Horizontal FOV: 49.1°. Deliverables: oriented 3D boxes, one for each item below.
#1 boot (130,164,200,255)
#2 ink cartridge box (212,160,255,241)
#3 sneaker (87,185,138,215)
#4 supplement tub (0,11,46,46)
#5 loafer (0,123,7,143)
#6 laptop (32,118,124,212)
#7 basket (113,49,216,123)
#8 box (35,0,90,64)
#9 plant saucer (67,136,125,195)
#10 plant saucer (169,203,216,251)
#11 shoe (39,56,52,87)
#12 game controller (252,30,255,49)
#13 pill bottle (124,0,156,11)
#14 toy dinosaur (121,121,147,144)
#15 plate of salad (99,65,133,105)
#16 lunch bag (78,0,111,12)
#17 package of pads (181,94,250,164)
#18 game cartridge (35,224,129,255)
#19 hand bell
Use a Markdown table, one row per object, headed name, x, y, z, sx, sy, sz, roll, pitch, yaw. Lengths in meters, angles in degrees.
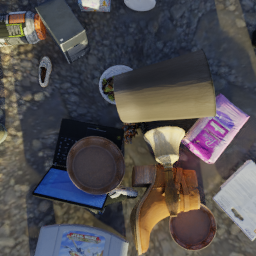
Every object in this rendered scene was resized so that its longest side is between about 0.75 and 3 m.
| name | x | y | z | sx | sy | sz | roll | pitch | yaw |
| --- | --- | --- | --- | --- | --- | --- | --- | --- | --- |
| boot | 1.229 | 2.581 | 9.047 | 2.209 | 1.052 | 2.855 | 5 | 76 | -8 |
| ink cartridge box | 4.136 | 2.410 | 9.498 | 1.922 | 0.416 | 1.887 | -42 | 83 | -4 |
| sneaker | -0.608 | 2.449 | 9.435 | 1.815 | 0.663 | 1.015 | 8 | 91 | 2 |
| supplement tub | -3.967 | -3.572 | 10.072 | 1.823 | 1.117 | 1.117 | -4 | 81 | -1 |
| loafer | -5.354 | 0.708 | 9.513 | 0.956 | 0.885 | 2.541 | 44 | 84 | 6 |
| laptop | -1.537 | 1.054 | 9.117 | 2.314 | 1.349 | 2.611 | 11 | 85 | 7 |
| basket | 1.122 | -1.201 | 9.025 | 2.878 | 1.957 | 2.595 | -9 | 37 | 12 |
| box | -2.216 | -3.400 | 9.798 | 1.004 | 1.592 | 1.619 | -34 | 83 | -5 |
| plant saucer | -1.038 | 1.213 | 9.043 | 1.933 | 0.354 | 1.933 | 9 | 64 | -18 |
| plant saucer | 2.156 | 3.267 | 9.428 | 1.578 | 0.272 | 1.578 | 0 | 81 | 1 |
| shoe | -3.037 | -2.091 | 10.243 | 0.409 | 0.312 | 1.170 | 2 | 81 | 0 |
| game controller | 5.402 | -3.190 | 10.407 | 1.596 | 0.336 | 0.833 | 12 | 82 | 1 |
| pill bottle | 0.568 | -5.650 | 10.349 | 1.201 | 1.201 | 2.260 | 8 | 81 | 1 |
| toy dinosaur | 0.191 | -0.098 | 9.807 | 0.903 | 0.679 | 1.330 | 3 | 92 | 15 |
| plate of salad | -0.298 | -1.584 | 10.143 | 1.505 | 0.362 | 1.505 | 0 | 82 | 0 |
| lunch bag | -1.213 | -5.131 | 10.455 | 1.164 | 0.873 | 1.373 | 1 | 91 | 2 |
| package of pads | 2.986 | 0.027 | 9.659 | 1.299 | 0.816 | 2.156 | 39 | 83 | 7 |
| game cartridge | -1.529 | 4.166 | 9.058 | 2.933 | 0.609 | 1.953 | 10 | 80 | -1 |
| hand bell | 1.289 | 1.413 | 8.822 | 1.375 | 1.375 | 2.640 | -4 | 65 | -1 |
